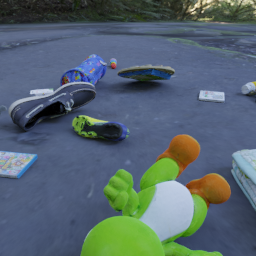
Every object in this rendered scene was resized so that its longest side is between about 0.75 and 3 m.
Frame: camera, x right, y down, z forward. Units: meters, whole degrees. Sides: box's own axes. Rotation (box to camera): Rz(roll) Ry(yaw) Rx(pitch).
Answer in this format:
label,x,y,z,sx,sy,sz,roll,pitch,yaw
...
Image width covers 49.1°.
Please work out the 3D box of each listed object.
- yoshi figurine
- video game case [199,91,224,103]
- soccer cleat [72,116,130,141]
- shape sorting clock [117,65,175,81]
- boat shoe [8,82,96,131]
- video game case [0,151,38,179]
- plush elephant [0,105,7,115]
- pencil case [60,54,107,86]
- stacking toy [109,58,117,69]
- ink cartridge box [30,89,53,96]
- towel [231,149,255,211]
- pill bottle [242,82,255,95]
label,x,y,z,sx,sy,sz,roll,pitch,yaw
yoshi figurine,0.359,1.158,3.431,1.555,1.549,2.767,16,38,37
video game case,3.132,-1.185,10.467,0.887,0.115,0.974,7,25,15
soccer cleat,-0.753,0.040,7.530,1.719,0.556,0.719,10,-4,31
shape sorting clock,0.739,-2.286,11.520,2.355,0.462,2.355,2,2,0
boat shoe,-2.053,-0.604,8.405,2.752,1.000,0.863,-22,50,-30
video game case,-2.770,0.783,6.221,1.210,0.108,0.866,4,25,9
plush elephant,-4.073,-0.526,8.088,0.644,0.686,0.832,-2,47,44
pencil case,-1.660,-2.146,11.298,1.242,1.116,2.859,-20,20,20
stacking toy,-0.779,-3.423,15.028,0.410,0.410,0.961,-2,29,-5
ink cartridge box,-3.188,-1.243,10.402,0.814,0.274,0.477,-6,25,-12
towel,3.289,1.128,4.845,2.280,0.641,2.663,-2,25,-1
pill bottle,4.826,-1.534,10.792,0.852,0.477,0.477,-11,27,-23
